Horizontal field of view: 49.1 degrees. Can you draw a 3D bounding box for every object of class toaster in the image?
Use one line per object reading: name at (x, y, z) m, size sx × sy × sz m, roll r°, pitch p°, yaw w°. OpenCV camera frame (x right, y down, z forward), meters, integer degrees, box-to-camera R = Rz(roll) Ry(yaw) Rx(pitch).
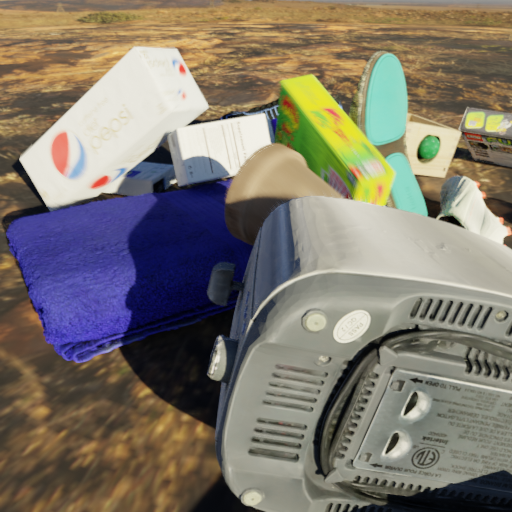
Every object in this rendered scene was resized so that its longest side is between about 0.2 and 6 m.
toaster at (1.291, 0.751, 4.435) m, size 3.400 × 1.932 × 2.196 m, roll 11°, pitch 24°, yaw -9°

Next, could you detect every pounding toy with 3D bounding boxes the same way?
pounding toy at (2.868, -2.053, 11.107) m, size 1.751 × 1.352 × 1.902 m, roll 1°, pitch 26°, yaw -31°

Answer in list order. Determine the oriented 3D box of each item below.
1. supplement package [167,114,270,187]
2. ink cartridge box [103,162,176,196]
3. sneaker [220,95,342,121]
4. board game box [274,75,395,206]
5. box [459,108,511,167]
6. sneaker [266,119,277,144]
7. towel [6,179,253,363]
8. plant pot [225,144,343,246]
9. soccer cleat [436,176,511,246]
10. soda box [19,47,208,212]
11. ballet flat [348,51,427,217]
supplement package at (-0.538, -1.576, 8.396) m, size 1.351 × 0.809 × 0.819 m, roll -14°, pitch 8°, yaw -18°
ink cartridge box at (-2.678, -1.545, 10.795) m, size 2.054 × 0.403 × 1.022 m, roll 10°, pitch 29°, yaw 16°
sneaker at (0.567, -3.347, 13.385) m, size 3.115 × 1.213 × 1.092 m, roll 9°, pitch 29°, yaw 16°
board game box at (1.078, -1.511, 8.472) m, size 0.578 × 1.232 × 2.426 m, roll -16°, pitch 54°, yaw -18°
box at (5.584, -2.088, 10.826) m, size 2.932 × 0.509 × 1.613 m, roll 21°, pitch -2°, yaw 34°
sneaker at (0.956, -1.721, 10.514) m, size 1.511 × 1.056 × 3.038 m, roll -4°, pitch 35°, yaw -7°
towel at (-0.873, -0.074, 7.417) m, size 4.239 × 1.050 × 3.130 m, roll -13°, pitch 24°, yaw -25°
plant pot at (0.382, -0.483, 5.799) m, size 0.972 × 1.115 × 1.115 m, roll 31°, pitch 40°, yaw 31°
soccer cleat at (3.160, -0.669, 8.748) m, size 0.864 × 0.772 × 2.228 m, roll -2°, pitch 30°, yaw 1°
soda box at (-2.313, -1.907, 8.823) m, size 3.149 × 1.072 × 1.002 m, roll -29°, pitch 1°, yaw 33°
ballet flat at (1.854, -1.606, 8.541) m, size 0.932 × 2.749 × 1.035 m, roll -19°, pitch 11°, yaw -27°
